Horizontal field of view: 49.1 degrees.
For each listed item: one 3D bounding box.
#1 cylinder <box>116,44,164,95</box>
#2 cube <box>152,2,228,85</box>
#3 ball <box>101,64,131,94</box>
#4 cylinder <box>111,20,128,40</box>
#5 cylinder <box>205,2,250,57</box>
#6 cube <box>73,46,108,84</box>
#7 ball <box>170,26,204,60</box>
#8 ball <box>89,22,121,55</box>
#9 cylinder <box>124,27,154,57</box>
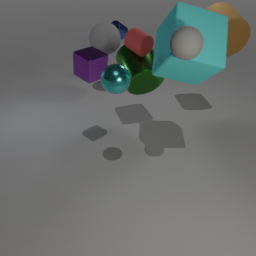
[{"bbox_3d":[0.412,-2.133,9.937,1.400,1.400,1.400,-10,64,-17],"label":"cylinder"},{"bbox_3d":[1.565,-2.098,7.261,1.400,1.400,1.400,10,-12,-14],"label":"cube"},{"bbox_3d":[-0.285,-1.143,6.535,0.700,0.700,0.700,0,31,0],"label":"ball"},{"bbox_3d":[-0.471,-4.761,13.643,0.700,0.700,0.700,27,8,38],"label":"cylinder"},{"bbox_3d":[3.347,-3.476,9.899,1.400,1.400,1.400,-4,45,-6],"label":"cylinder"},{"bbox_3d":[-1.047,-1.774,7.832,0.700,0.700,0.700,33,45,29],"label":"cube"},{"bbox_3d":[1.232,-1.784,5.896,0.700,0.700,0.700,0,31,0],"label":"ball"},{"bbox_3d":[-1.021,-3.959,12.433,1.400,1.400,1.400,0,31,0],"label":"ball"},{"bbox_3d":[0.352,-2.763,8.991,0.700,0.700,0.700,-22,50,-32],"label":"cylinder"}]
